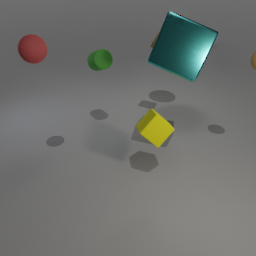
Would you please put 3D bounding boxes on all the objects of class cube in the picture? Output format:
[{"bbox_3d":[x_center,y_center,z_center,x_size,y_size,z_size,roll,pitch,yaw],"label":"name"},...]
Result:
[{"bbox_3d":[0.751,-0.009,7.904,0.700,0.700,0.700,38,9,-18],"label":"cube"},{"bbox_3d":[1.476,-2.235,7.894,1.400,1.400,1.400,24,15,1],"label":"cube"}]

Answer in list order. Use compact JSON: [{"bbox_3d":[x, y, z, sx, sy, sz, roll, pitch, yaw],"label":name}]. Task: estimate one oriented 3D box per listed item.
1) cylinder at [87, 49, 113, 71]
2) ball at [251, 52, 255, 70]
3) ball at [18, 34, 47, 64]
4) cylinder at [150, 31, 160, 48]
[{"bbox_3d":[-0.997,-2.405,9.937,0.700,0.700,0.700,-16,13,-25],"label":"cylinder"},{"bbox_3d":[4.037,-2.021,8.337,0.700,0.700,0.700,0,30,0],"label":"ball"},{"bbox_3d":[-2.365,-1.957,6.956,0.700,0.700,0.700,0,30,0],"label":"ball"},{"bbox_3d":[1.311,-3.155,10.477,0.700,0.700,0.700,32,34,-2],"label":"cylinder"}]
